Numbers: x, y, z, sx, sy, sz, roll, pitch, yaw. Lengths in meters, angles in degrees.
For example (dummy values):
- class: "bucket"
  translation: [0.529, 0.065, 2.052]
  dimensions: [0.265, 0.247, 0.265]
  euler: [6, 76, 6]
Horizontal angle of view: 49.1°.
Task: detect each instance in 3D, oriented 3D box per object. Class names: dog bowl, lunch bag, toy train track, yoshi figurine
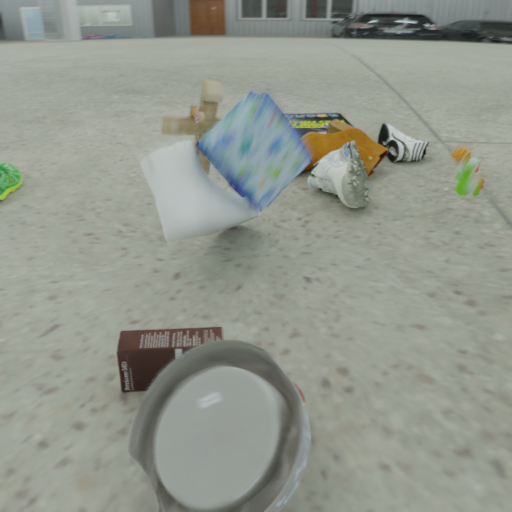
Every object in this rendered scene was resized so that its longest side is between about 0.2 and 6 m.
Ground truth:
- class: "dog bowl"
  translation: [-0.318, 1.748, 5.373]
  dimensions: [1.837, 0.539, 1.837]
  euler: [-14, 53, 19]
- class: "lunch bag"
  translation: [0.025, -1.799, 9.869]
  dimensions: [1.419, 1.669, 1.063]
  euler: [-45, 26, -2]
- class: "toy train track"
  translation: [-0.987, -1.832, 10.757]
  dimensions: [1.693, 2.952, 0.480]
  euler: [-7, 37, -28]
- class: "yoshi figurine"
  translation: [3.582, -1.387, 9.686]
  dimensions: [0.481, 0.856, 0.479]
  euler: [-37, 21, -26]

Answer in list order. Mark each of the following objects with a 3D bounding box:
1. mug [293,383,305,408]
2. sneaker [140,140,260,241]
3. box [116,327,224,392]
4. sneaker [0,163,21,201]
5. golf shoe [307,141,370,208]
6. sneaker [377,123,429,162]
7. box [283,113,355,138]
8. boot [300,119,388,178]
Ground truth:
- class: "mug"
  translation: [-0.062, 1.758, 6.010]
  dimensions: [1.004, 0.754, 1.131]
  euler: [30, 32, 15]
- class: "sneaker"
  translation: [-0.942, -1.282, 10.207]
  dimensions: [1.112, 1.744, 3.018]
  euler: [-23, -3, 21]
- class: "box"
  translation: [-1.052, 1.296, 7.062]
  dimensions: [1.312, 0.657, 0.492]
  euler: [-2, 27, -3]
- class: "sneaker"
  translation: [-6.069, -1.875, 13.164]
  dimensions: [0.740, 0.835, 1.998]
  euler: [-4, 26, -6]
- class: "golf shoe"
  translation: [1.868, -1.706, 13.018]
  dimensions: [1.361, 1.096, 2.799]
  euler: [-18, 21, 16]
- class: "sneaker"
  translation: [4.233, -3.174, 16.082]
  dimensions: [1.147, 0.752, 1.994]
  euler: [5, 34, -10]
- class: "box"
  translation: [1.163, -3.565, 16.613]
  dimensions: [3.356, 0.743, 2.689]
  euler: [-2, 27, -5]
- class: "boot"
  translation: [2.090, -2.500, 14.439]
  dimensions: [1.844, 0.906, 2.576]
  euler: [38, 61, 23]
